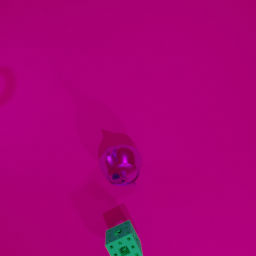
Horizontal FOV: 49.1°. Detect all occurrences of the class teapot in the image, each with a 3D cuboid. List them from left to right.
[{"bbox_3d":[-0.197,1.069,7.783,1.234,1.985,0.972,-24,39,8],"label":"teapot"}]

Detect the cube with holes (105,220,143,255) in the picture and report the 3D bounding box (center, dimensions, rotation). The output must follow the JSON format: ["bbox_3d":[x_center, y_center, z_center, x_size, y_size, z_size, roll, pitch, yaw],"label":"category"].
[{"bbox_3d":[-0.117,3.091,7.515,0.734,0.734,0.734,-25,99,1],"label":"cube with holes"}]
